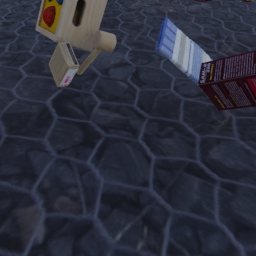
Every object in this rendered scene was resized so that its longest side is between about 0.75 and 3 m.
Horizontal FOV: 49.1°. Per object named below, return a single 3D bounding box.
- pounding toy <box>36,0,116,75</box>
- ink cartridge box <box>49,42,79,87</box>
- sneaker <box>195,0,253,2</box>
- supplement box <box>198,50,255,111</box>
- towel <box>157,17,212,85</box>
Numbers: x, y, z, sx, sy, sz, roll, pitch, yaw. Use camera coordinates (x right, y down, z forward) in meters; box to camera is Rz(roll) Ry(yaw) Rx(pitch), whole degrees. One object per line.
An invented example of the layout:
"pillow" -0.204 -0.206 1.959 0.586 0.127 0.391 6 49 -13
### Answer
"pounding toy" -1.464 -2.672 7.349 1.251 2.401 2.733 6 22 -39
"ink cartridge box" -1.640 -1.596 7.113 0.339 0.903 0.744 -13 73 -37
"sneaker" 3.036 -4.041 8.102 1.190 0.989 2.640 24 -3 -32
"supplement box" 2.912 -1.086 6.230 2.317 1.261 0.705 -6 60 38
"towel" 1.623 -1.909 7.588 2.100 0.250 1.543 34 47 -23
